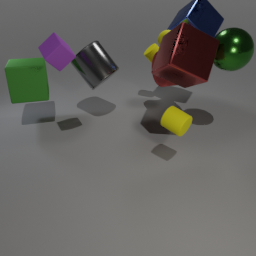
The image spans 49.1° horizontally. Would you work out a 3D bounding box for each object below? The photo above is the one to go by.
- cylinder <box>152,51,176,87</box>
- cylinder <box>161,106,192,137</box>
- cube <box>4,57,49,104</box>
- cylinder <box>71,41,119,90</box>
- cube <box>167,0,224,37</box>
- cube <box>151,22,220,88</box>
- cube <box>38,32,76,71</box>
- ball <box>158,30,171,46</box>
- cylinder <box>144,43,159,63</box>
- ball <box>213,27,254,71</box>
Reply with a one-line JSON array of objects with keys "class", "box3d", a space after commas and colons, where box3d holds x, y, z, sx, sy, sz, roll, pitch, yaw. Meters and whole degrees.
[{"class": "cylinder", "box3d": [1.864, -2.400, 11.122, 1.400, 1.400, 1.400, -10, 32, -21]}, {"class": "cylinder", "box3d": [1.473, -0.208, 8.532, 0.700, 0.700, 0.700, 35, 44, 26]}, {"class": "cube", "box3d": [-3.909, -1.901, 11.029, 1.400, 1.400, 1.400, -7, 27, -13]}, {"class": "cylinder", "box3d": [-1.311, -2.486, 11.180, 1.400, 1.400, 1.400, -38, 8, 6]}, {"class": "cube", "box3d": [2.638, -4.056, 11.135, 1.400, 1.400, 1.400, -58, 19, -21]}, {"class": "cube", "box3d": [1.802, -2.258, 8.992, 1.400, 1.400, 1.400, 20, -6, -17]}, {"class": "cube", "box3d": [-2.173, -2.320, 8.573, 0.700, 0.700, 0.700, -40, 57, 9]}, {"class": "ball", "box3d": [1.460, -3.268, 10.384, 0.700, 0.700, 0.700, 0, 31, 0]}, {"class": "cylinder", "box3d": [1.181, -3.244, 12.399, 0.700, 0.700, 0.700, -39, 24, 21]}, {"class": "ball", "box3d": [3.417, -2.585, 9.261, 1.400, 1.400, 1.400, 0, 31, 0]}]
